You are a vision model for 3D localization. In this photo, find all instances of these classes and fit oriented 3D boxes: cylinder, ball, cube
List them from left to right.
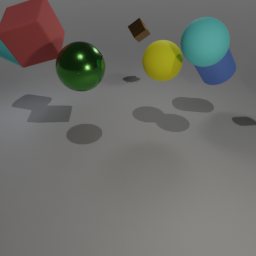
[{"bbox_3d":[-4.236,-3.181,10.527,1.400,1.400,1.400,24,30,-7],"label":"cylinder"},{"bbox_3d":[-2.989,-3.012,8.844,1.400,1.400,1.400,-12,52,12],"label":"cube"},{"bbox_3d":[-1.348,-1.743,8.000,1.400,1.400,1.400,0,30,0],"label":"ball"},{"bbox_3d":[0.533,-4.658,13.359,0.700,0.700,0.700,-32,-11,18],"label":"cube"},{"bbox_3d":[1.196,-2.337,9.771,1.400,1.400,1.400,0,30,0],"label":"ball"},{"bbox_3d":[2.260,-2.525,8.265,1.400,1.400,1.400,0,30,0],"label":"ball"},{"bbox_3d":[3.307,-2.639,10.907,1.400,1.400,1.400,-23,43,24],"label":"cylinder"}]
